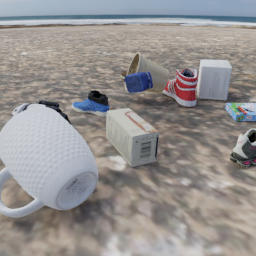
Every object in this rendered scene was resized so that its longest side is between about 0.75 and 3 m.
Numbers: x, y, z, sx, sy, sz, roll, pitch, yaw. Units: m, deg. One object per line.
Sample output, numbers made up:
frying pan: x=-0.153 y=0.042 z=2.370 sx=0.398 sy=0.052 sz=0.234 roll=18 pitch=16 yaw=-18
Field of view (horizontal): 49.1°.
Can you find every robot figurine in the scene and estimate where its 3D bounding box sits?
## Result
robot figurine: x=-3.121 y=-0.211 z=9.964 sx=2.086 sy=1.301 sz=1.567 roll=8 pitch=16 yaw=16

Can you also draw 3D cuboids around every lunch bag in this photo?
lunch bag: x=0.493 y=-1.847 z=11.171 sx=0.714 sy=0.734 sz=1.080 roll=-27 pitch=22 yaw=-38

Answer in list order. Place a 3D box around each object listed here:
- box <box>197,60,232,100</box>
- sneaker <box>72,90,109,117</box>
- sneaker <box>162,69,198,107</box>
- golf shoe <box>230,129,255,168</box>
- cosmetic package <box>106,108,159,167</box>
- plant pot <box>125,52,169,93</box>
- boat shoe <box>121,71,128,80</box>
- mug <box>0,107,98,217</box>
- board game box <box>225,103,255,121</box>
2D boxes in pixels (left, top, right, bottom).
box: x=4.352 y=-2.491 z=14.298 sx=1.445 sy=1.678 sz=1.686 roll=5 pitch=26 yaw=10
sneaker: x=-1.669 y=-1.203 z=12.312 sx=1.915 sy=1.065 sz=0.735 roll=15 pitch=29 yaw=28
sneaker: x=2.524 y=-2.294 z=13.874 sx=1.062 sy=1.677 sz=2.982 roll=-9 pitch=27 yaw=-17
golf shoe: x=4.229 y=0.495 z=8.909 sx=2.265 sy=0.998 sz=0.874 roll=-16 pitch=29 yaw=-33
cosmetic package: x=0.081 y=0.233 z=9.304 sx=0.939 sy=1.112 sz=2.151 roll=-10 pitch=29 yaw=-23
plant pot: x=0.963 y=-2.461 z=13.435 sx=1.690 sy=1.846 sz=1.846 roll=16 pitch=22 yaw=-15
boat shoe: x=0.854 y=-3.322 z=16.793 sx=2.727 sy=1.009 sz=1.007 roll=9 pitch=27 yaw=18
mug: x=-2.132 y=1.047 z=6.946 sx=2.614 sy=1.930 sz=2.292 roll=-39 pitch=55 yaw=-18
board game box: x=5.348 y=-0.704 z=12.122 sx=1.828 sy=0.334 sz=1.383 roll=1 pitch=25 yaw=0
